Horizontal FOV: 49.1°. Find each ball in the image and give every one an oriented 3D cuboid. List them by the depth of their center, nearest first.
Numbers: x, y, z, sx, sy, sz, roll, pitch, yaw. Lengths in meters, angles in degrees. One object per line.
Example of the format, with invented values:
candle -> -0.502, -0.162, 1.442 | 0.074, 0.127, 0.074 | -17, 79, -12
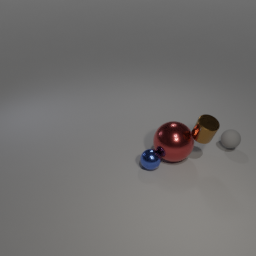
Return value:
ball -> 0.757, 1.044, 9.359 | 0.700, 0.700, 0.700 | 0, 30, 0
ball -> 1.570, 0.464, 9.655 | 1.400, 1.400, 1.400 | 0, 30, 0
ball -> 3.757, 0.393, 10.235 | 0.700, 0.700, 0.700 | 0, 30, 0

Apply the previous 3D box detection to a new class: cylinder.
cylinder -> 2.486, 0.039, 9.022 | 0.700, 0.700, 0.700 | 6, 50, -7
